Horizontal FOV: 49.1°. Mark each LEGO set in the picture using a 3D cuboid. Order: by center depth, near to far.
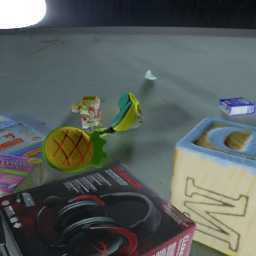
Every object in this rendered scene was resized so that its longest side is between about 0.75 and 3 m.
[{"bbox_3d":[-1.490,-0.759,10.644,1.022,0.827,2.223,-9,27,-19],"label":"LEGO set"}]

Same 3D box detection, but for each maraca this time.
[{"bbox_3d":[-1.358,0.558,7.413,1.787,1.225,0.956,3,-11,-32],"label":"maraca"}]

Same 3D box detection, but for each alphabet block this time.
[{"bbox_3d":[1.989,1.063,5.430,1.837,1.871,1.827,16,27,31],"label":"alphabet block"}]

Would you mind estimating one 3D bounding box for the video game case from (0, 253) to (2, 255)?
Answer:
[{"bbox_3d":[-2.752,2.188,4.697,2.850,0.333,2.591,4,25,0],"label":"video game case"}]

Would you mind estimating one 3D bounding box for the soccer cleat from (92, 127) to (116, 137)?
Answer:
[{"bbox_3d":[-0.819,0.139,9.492,0.833,0.269,0.348,-10,-2,-12],"label":"soccer cleat"}]

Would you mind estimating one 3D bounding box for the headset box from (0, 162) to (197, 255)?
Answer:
[{"bbox_3d":[-0.437,1.716,4.635,2.802,1.051,2.082,-11,31,-37],"label":"headset box"}]

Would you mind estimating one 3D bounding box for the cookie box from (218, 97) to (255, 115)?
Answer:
[{"bbox_3d":[4.416,-0.894,11.430,1.096,0.412,0.937,-5,25,-11],"label":"cookie box"}]

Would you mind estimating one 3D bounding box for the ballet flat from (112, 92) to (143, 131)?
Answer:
[{"bbox_3d":[0.092,-0.514,10.084,0.964,0.961,2.877,40,20,-14],"label":"ballet flat"}]

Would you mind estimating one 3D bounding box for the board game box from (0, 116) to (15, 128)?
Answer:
[{"bbox_3d":[-5.331,0.136,9.156,1.897,0.459,2.508,17,29,33],"label":"board game box"}]

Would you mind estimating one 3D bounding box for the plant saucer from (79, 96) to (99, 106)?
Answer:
[{"bbox_3d":[-1.713,-1.224,12.391,0.877,0.212,0.877,0,26,0],"label":"plant saucer"}]

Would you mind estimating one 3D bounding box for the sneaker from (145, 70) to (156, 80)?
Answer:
[{"bbox_3d":[1.289,-3.049,16.025,0.783,0.462,0.288,23,32,38],"label":"sneaker"}]

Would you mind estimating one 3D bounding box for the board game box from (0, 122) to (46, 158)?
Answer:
[{"bbox_3d":[-3.535,0.522,8.277,1.749,0.499,1.786,22,33,38],"label":"board game box"}]

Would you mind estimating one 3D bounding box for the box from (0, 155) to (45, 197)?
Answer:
[{"bbox_3d":[-2.793,1.257,6.529,1.158,0.636,1.316,5,25,11],"label":"box"}]
